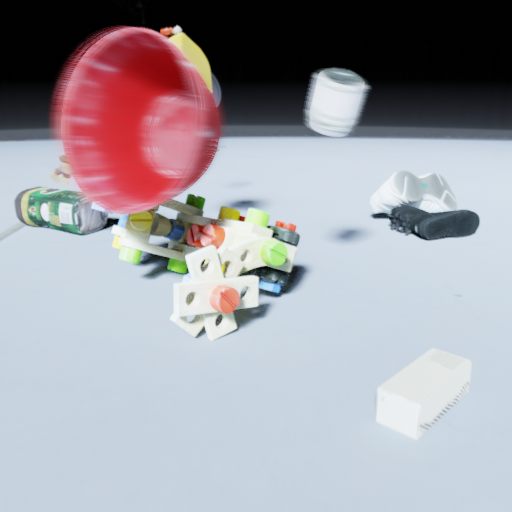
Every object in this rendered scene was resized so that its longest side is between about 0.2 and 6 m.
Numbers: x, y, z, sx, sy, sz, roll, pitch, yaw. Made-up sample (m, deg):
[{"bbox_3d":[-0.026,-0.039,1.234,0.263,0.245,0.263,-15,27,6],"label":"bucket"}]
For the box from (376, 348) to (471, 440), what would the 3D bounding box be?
[{"bbox_3d":[1.839,1.461,6.087,0.517,0.431,1.260,16,23,42],"label":"box"}]

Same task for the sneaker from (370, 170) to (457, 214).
[{"bbox_3d":[4.206,-1.561,14.904,3.045,1.071,1.220,3,-25,-39],"label":"sneaker"}]

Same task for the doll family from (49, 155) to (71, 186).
[{"bbox_3d":[-3.186,-1.996,11.421,2.090,0.820,1.208,15,49,12],"label":"doll family"}]

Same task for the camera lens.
[{"bbox_3d":[1.211,-2.339,8.494,0.695,0.869,0.695,8,37,-6],"label":"camera lens"}]

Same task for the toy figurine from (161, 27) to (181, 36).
[{"bbox_3d":[-1.964,-5.032,13.388,0.494,0.698,0.709,-2,-13,7],"label":"toy figurine"}]

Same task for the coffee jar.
[{"bbox_3d":[-4.805,-1.135,13.715,2.212,0.944,1.154,10,21,28],"label":"coffee jar"}]

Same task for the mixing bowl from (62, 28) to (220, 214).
[{"bbox_3d":[-1.455,-1.847,8.182,2.491,2.491,1.349,10,8,29],"label":"mixing bowl"}]

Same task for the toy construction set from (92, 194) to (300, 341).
[{"bbox_3d":[-0.936,-0.209,9.096,2.669,1.875,4.071,17,12,-36],"label":"toy construction set"}]

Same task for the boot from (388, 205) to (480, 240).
[{"bbox_3d":[4.182,-0.852,13.381,1.769,0.655,1.450,-10,19,-20],"label":"boot"}]

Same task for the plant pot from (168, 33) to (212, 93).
[{"bbox_3d":[-1.514,-3.702,10.980,1.013,1.043,1.019,-14,-28,32],"label":"plant pot"}]
